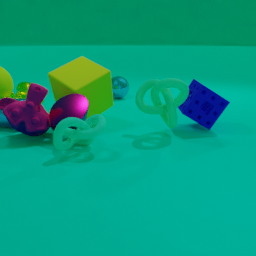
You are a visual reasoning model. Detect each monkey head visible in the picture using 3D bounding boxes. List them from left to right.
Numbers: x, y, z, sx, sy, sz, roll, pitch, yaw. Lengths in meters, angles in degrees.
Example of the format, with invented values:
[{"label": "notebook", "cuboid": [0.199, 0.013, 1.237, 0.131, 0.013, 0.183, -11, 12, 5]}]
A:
[{"label": "monkey head", "cuboid": [-2.348, -0.443, 6.855, 1.749, 1.258, 1.054, 23, 0, -11]}]

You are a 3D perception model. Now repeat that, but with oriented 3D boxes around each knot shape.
[{"label": "knot shape", "cuboid": [-1.112, 0.104, 5.955, 1.185, 0.548, 1.109, -29, -12, 38]}, {"label": "knot shape", "cuboid": [0.777, -0.718, 6.973, 1.286, 1.375, 0.635, 24, 39, 26]}]

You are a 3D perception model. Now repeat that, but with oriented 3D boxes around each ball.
[{"label": "ball", "cuboid": [-4.217, -1.338, 8.655, 1.248, 1.248, 1.248, 0, 18, 0]}, {"label": "ball", "cuboid": [-0.398, -1.635, 11.313, 0.898, 0.898, 0.898, 0, 18, 0]}]

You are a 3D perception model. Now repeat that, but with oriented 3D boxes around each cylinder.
[{"label": "cylinder", "cuboid": [-3.179, -0.415, 7.710, 0.804, 0.804, 0.804, 3, 18, 10]}]

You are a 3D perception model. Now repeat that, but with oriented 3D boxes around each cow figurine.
[{"label": "cow figurine", "cuboid": [-3.458, -1.011, 9.075, 1.369, 0.764, 1.391, 15, 43, -46]}]

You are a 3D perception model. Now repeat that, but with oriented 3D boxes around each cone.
[{"label": "cone", "cuboid": [-1.264, -0.151, 6.907, 0.991, 0.994, 0.991, -9, 52, 11]}]

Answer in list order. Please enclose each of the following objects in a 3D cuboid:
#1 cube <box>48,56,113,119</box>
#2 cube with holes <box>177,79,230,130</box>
[{"label": "cube", "cuboid": [-1.280, -1.057, 7.844, 1.219, 1.219, 1.219, 33, 54, 31]}, {"label": "cube with holes", "cuboid": [1.986, -0.657, 7.584, 0.887, 0.887, 0.887, 29, 16, -12]}]
